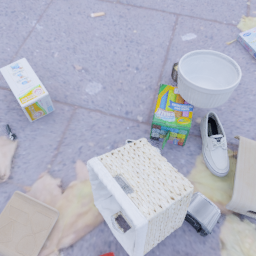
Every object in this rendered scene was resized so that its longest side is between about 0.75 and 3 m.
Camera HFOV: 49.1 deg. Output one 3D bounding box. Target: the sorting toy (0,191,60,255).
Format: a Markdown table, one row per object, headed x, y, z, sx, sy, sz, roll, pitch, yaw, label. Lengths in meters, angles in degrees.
| x | y | z | sx | sy | sz | roll | pitch | yaw | label |
| --- | --- | --- | --- | --- | --- | --- | --- | --- | --- |
| -3.948 | 3.233 | 9.592 | 2.681 | 0.395 | 1.982 | 23 | 68 | 8 | sorting toy |

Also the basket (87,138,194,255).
| x | y | z | sx | sy | sz | roll | pitch | yaw | label |
| --- | --- | --- | --- | --- | --- | --- | --- | --- | --- |
| 0.310 | 2.109 | 8.663 | 2.098 | 2.608 | 2.585 | -27 | 52 | -23 | basket |

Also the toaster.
| x | y | z | sx | sy | sz | roll | pitch | yaw | label |
| --- | --- | --- | --- | --- | --- | --- | --- | --- | --- |
| 2.406 | 2.873 | 9.563 | 1.470 | 0.835 | 0.949 | 39 | 64 | 22 | toaster |

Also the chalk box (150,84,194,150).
| x | y | z | sx | sy | sz | roll | pitch | yaw | label |
| --- | --- | --- | --- | --- | --- | --- | --- | --- | --- |
| 1.706 | -0.283 | 10.944 | 1.462 | 1.472 | 2.358 | 11 | 63 | 7 | chalk box |

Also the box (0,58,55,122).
| x | y | z | sx | sy | sz | roll | pitch | yaw | label |
| --- | --- | --- | --- | --- | --- | --- | --- | --- | --- |
| -4.195 | -1.589 | 11.755 | 1.153 | 1.280 | 2.275 | -31 | 65 | -16 | box |

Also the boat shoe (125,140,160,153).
| x | y | z | sx | sy | sz | roll | pitch | yaw | label |
| --- | --- | --- | --- | --- | --- | --- | --- | --- | --- |
| 0.565 | 0.779 | 10.894 | 1.431 | 0.496 | 0.507 | 12 | 62 | 7 | boat shoe |

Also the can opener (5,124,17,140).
| x | y | z | sx | sy | sz | roll | pitch | yaw | label |
| --- | --- | --- | --- | --- | --- | --- | --- | --- | --- |
| -4.793 | 0.178 | 11.433 | 0.258 | 0.204 | 0.776 | -9 | 56 | -46 | can opener |

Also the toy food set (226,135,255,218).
| x | y | z | sx | sy | sz | roll | pitch | yaw | label |
| --- | --- | --- | --- | --- | --- | --- | --- | --- | --- |
| 4.721 | 1.821 | 10.236 | 2.086 | 0.878 | 2.907 | 20 | 63 | -3 | toy food set |

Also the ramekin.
| x | y | z | sx | sy | sz | roll | pitch | yaw | label |
| --- | --- | --- | --- | --- | --- | --- | --- | --- | --- |
| 2.834 | -1.717 | 10.171 | 2.195 | 1.152 | 2.195 | 1 | 50 | -1 | ramekin |

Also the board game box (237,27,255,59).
| x | y | z | sx | sy | sz | roll | pitch | yaw | label |
| --- | --- | --- | --- | --- | --- | --- | --- | --- | --- |
| 6.655 | -4.195 | 13.715 | 1.848 | 0.380 | 1.844 | -23 | 64 | -12 | board game box |

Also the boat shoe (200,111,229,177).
| x | y | z | sx | sy | sz | roll | pitch | yaw | label |
| --- | --- | --- | --- | --- | --- | --- | --- | --- | --- |
| 3.396 | 0.543 | 10.821 | 0.929 | 0.849 | 2.583 | 0 | 61 | 0 | boat shoe |

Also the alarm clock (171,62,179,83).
| x | y | z | sx | sy | sz | roll | pitch | yaw | label |
| --- | --- | --- | --- | --- | --- | --- | --- | --- | --- |
| 2.558 | -2.207 | 11.969 | 1.389 | 0.686 | 2.060 | 7 | 33 | 2 | alarm clock |

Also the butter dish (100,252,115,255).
| x | y | z | sx | sy | sz | roll | pitch | yaw | label |
| --- | --- | --- | --- | --- | --- | --- | --- | --- | --- |
| -0.514 | 4.513 | 8.715 | 1.081 | 0.799 | 1.078 | -34 | 51 | 31 | butter dish |
